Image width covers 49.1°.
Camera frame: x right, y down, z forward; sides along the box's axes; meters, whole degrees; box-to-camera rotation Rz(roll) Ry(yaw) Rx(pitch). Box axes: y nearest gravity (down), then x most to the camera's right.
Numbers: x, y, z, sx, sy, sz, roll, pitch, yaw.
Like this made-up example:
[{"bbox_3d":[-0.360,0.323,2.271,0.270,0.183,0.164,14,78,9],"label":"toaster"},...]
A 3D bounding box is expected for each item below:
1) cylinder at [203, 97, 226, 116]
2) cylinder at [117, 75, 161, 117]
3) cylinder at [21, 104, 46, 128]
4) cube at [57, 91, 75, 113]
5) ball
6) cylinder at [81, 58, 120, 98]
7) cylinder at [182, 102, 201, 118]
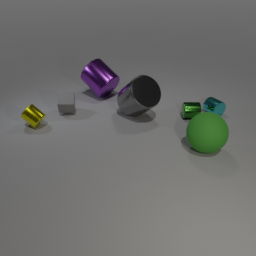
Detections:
[{"bbox_3d":[3.781,-0.932,12.274,0.700,0.700,0.700,-14,32,-24],"label":"cylinder"},{"bbox_3d":[0.441,-1.300,11.661,1.400,1.400,1.400,-17,-6,-28],"label":"cylinder"},{"bbox_3d":[-3.773,-0.477,11.190,0.700,0.700,0.700,40,32,-5],"label":"cylinder"},{"bbox_3d":[-2.671,-1.134,12.171,0.700,0.700,0.700,-1,63,-8],"label":"cube"},{"bbox_3d":[2.700,0.157,9.552,1.400,1.400,1.400,0,29,0],"label":"ball"},{"bbox_3d":[-1.362,-2.440,13.794,1.400,1.400,1.400,45,44,11],"label":"cylinder"},{"bbox_3d":[2.700,-0.759,11.967,0.700,0.700,0.700,0,29,1],"label":"cylinder"}]
